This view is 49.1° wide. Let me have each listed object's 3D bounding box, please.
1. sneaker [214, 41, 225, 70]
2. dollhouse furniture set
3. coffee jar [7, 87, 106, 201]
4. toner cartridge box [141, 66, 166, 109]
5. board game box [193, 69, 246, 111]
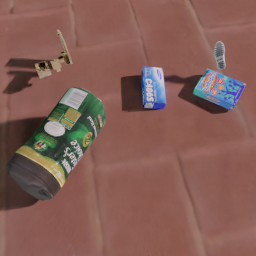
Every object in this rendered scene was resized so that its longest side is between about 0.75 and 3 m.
[{"bbox_3d":[2.915,-2.335,8.961,0.335,0.897,0.368,-6,32,14],"label":"sneaker"},{"bbox_3d":[-2.525,-2.407,9.036,1.169,0.952,1.111,-22,38,-10],"label":"dollhouse furniture set"},{"bbox_3d":[-1.807,0.414,7.462,1.250,1.528,2.930,25,63,16],"label":"coffee jar"},{"bbox_3d":[0.819,-1.331,9.136,0.694,0.315,1.461,3,60,-10],"label":"toner cartridge box"},{"bbox_3d":[2.985,-1.274,9.146,1.371,0.308,1.043,26,63,17],"label":"board game box"}]
